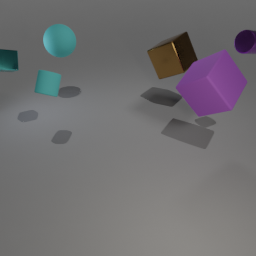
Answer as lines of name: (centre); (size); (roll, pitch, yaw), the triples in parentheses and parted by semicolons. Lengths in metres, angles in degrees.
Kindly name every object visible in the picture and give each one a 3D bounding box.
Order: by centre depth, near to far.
cylinder: (-2.476, -1.374, 8.666); (0.700, 0.700, 0.700); (11, 3, -1)
cylinder: (3.790, -2.655, 8.678); (0.700, 0.700, 0.700); (-10, 31, -37)
cube: (2.727, -1.415, 9.167); (1.400, 1.400, 1.400); (-53, 21, -27)
cube: (-4.382, -2.392, 10.001); (0.700, 0.700, 0.700); (-5, 7, -38)
ball: (-2.980, -3.813, 12.271); (1.400, 1.400, 1.400); (0, 32, 0)
cube: (1.975, -3.177, 12.354); (1.400, 1.400, 1.400); (-7, 26, 45)
